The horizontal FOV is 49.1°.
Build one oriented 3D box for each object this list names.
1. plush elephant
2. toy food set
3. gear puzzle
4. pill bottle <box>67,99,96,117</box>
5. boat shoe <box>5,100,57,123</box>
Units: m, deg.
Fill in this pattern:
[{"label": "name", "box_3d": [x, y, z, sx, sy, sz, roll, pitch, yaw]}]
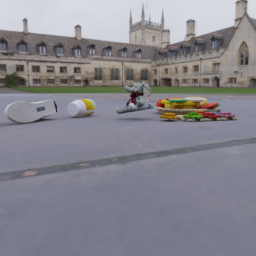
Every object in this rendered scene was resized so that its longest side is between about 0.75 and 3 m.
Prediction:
[{"label": "plush elephant", "box_3d": [0.301, -1.165, 10.211, 1.402, 1.085, 1.155, -10, 2, -25]}, {"label": "toy food set", "box_3d": [2.647, -0.994, 12.480, 2.830, 0.688, 2.801, -2, 9, -17]}, {"label": "gear puzzle", "box_3d": [2.431, -0.501, 10.270, 2.810, 0.368, 1.455, -3, 9, -17]}, {"label": "pill bottle", "box_3d": [-1.858, -0.791, 11.154, 0.682, 0.682, 1.227, 4, 9, 23]}, {"label": "boat shoe", "box_3d": [-3.510, -0.517, 9.726, 0.967, 0.778, 2.085, -13, 0, 33]}]
